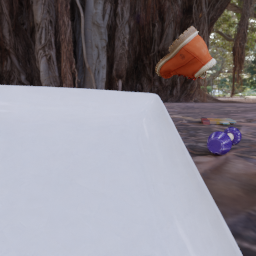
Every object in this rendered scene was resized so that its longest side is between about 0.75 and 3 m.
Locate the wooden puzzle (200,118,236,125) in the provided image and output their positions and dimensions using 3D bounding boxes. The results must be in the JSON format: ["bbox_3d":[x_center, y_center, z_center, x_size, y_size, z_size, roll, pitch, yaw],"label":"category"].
[{"bbox_3d":[4.130,-0.308,12.922,1.402,0.166,2.364,1,7,11],"label":"wooden puzzle"}]

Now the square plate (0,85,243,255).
[{"bbox_3d":[-0.693,0.351,2.464,2.601,0.374,2.626,2,34,-12],"label":"square plate"}]

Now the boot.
[{"bbox_3d":[1.750,-1.923,8.825,0.968,1.383,2.579,-43,1,-15],"label":"boot"}]

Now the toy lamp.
[{"bbox_3d":[2.212,0.293,6.415,0.537,0.537,1.844,4,6,32],"label":"toy lamp"}]
